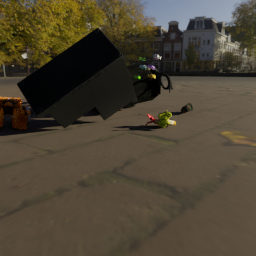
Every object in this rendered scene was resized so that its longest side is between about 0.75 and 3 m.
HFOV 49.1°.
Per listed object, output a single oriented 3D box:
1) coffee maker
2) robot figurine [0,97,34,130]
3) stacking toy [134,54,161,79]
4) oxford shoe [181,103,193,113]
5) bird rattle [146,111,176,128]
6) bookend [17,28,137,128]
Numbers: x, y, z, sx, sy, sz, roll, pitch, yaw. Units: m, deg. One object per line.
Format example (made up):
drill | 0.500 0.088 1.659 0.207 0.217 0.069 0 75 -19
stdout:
coffee maker | -0.180 -1.586 10.303 2.527 1.702 2.427 -19 2 -31
robot figurine | -3.440 -0.468 8.087 1.436 0.577 1.981 2 19 -23
stacking toy | 0.622 -2.062 9.505 0.241 0.772 1.025 21 -7 -41
oxford shoe | 2.136 -0.722 10.238 0.365 0.314 0.864 -21 -2 32
bird rattle | 0.932 -0.153 7.853 0.696 0.481 0.853 13 -15 -31
bookend | -1.209 -0.991 7.926 2.516 1.166 2.532 -37 -23 -4
